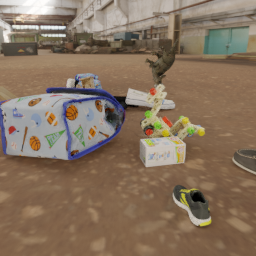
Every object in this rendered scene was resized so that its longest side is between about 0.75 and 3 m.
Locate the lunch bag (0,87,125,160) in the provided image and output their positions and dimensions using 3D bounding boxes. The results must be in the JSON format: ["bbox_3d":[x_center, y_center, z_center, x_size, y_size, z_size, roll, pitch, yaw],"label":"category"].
[{"bbox_3d":[-1.748,-0.274,8.131,2.458,1.791,2.892,4,11,28],"label":"lunch bag"}]

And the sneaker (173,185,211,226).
[{"bbox_3d":[1.236,1.338,5.345,0.439,0.499,1.179,-5,19,-18],"label":"sneaker"}]

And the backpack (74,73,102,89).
[{"bbox_3d":[-2.179,-2.440,15.745,1.418,1.045,1.553,-8,22,-25],"label":"backpack"}]

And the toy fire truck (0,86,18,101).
[{"bbox_3d":[-3.730,-0.636,9.764,2.378,1.530,2.093,2,19,19],"label":"toy fire truck"}]

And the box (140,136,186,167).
[{"bbox_3d":[0.907,0.611,7.417,1.082,0.548,0.608,-4,20,-12],"label":"box"}]

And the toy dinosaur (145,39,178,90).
[{"bbox_3d":[1.788,-3.365,14.414,1.366,2.672,1.028,28,7,-34],"label":"toy dinosaur"}]

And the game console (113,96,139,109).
[{"bbox_3d":[-0.518,-1.069,12.610,1.718,0.351,2.913,6,16,17],"label":"game console"}]

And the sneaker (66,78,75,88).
[{"bbox_3d":[-2.959,-2.596,16.639,0.997,0.749,2.002,6,19,16],"label":"sneaker"}]

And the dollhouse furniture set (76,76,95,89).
[{"bbox_3d":[-2.397,-1.870,13.361,1.564,1.108,1.703,-7,3,38],"label":"dollhouse furniture set"}]

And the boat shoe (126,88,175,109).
[{"bbox_3d":[1.057,-1.314,12.405,2.278,0.760,0.838,4,12,-16],"label":"boat shoe"}]

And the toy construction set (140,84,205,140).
[{"bbox_3d":[1.136,-0.184,7.976,1.346,2.053,0.946,-38,22,13],"label":"toy construction set"}]

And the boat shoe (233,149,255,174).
[{"bbox_3d":[3.783,0.827,6.325,0.978,0.834,2.925,-13,23,-34],"label":"boat shoe"}]
